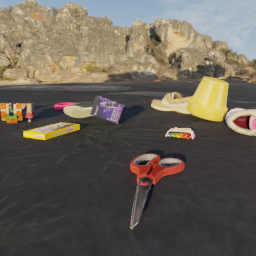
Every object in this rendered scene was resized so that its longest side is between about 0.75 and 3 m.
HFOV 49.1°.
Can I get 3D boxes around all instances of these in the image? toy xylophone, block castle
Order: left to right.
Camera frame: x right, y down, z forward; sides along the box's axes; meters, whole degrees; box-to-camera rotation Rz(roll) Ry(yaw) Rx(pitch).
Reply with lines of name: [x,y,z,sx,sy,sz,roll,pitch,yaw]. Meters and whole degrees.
block castle: [-4.579,-0.605,11.162,1.612,0.756,1.077,-1,7,-16]
toy xylophone: [1.643,0.156,8.664,0.899,0.226,0.658,6,13,28]

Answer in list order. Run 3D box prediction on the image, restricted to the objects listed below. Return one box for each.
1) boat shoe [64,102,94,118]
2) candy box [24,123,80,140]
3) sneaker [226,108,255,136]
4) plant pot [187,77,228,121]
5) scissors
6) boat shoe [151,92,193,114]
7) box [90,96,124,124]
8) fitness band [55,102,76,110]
boat shoe: [-1.788,-0.833,11.498,1.660,0.620,0.551,-4,44,13]
candy box: [-2.414,0.078,9.056,0.869,0.225,1.701,3,12,27]
sneaker: [4.184,-0.156,8.726,2.329,0.947,1.027,-3,10,30]
plant pot: [3.385,-1.253,11.510,1.595,1.500,1.595,12,19,-4]
scissors: [0.224,0.960,4.986,1.078,0.205,2.947,8,15,23]
boat shoe: [2.346,-1.312,13.977,1.068,0.958,2.885,-11,16,-43]
box: [-0.798,-0.679,10.499,1.051,0.777,0.548,18,1,-19]
fitness band: [-3.206,-1.180,15.087,1.206,0.314,1.679,0,10,13]
